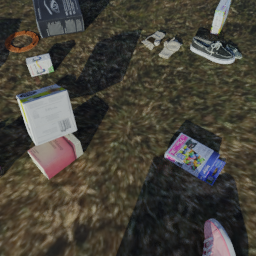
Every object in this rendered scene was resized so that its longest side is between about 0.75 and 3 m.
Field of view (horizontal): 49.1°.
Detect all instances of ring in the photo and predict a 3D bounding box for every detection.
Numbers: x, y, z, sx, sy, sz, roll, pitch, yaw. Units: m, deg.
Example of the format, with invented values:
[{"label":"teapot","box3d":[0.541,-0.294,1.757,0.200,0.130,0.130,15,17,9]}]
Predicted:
[{"label":"ring","box3d":[-4.379,-3.598,11.519,1.368,0.131,1.368,0,55,0]}]

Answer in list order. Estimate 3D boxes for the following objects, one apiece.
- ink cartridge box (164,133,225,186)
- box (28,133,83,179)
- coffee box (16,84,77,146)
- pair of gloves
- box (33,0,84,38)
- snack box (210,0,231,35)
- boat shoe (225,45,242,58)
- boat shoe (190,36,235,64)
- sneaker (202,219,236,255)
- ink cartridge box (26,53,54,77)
[{"label":"ink cartridge box","box3d":[1.970,0.872,8.154,1.563,0.328,0.933,32,61,19]},{"label":"box","box3d":[-2.047,0.695,8.026,1.269,0.691,0.811,-39,63,-23]},{"label":"coffee box","box3d":[-2.195,-0.407,7.549,1.156,1.158,1.145,-21,26,-23]},{"label":"pair of gloves","box3d":[1.398,-3.417,11.315,1.407,0.247,1.196,36,61,22]},{"label":"box","box3d":[-2.879,-4.706,11.641,1.850,0.965,1.369,-12,69,-8]},{"label":"snack box","box3d":[3.951,-4.812,11.809,0.402,1.080,1.518,20,56,15]},{"label":"boat shoe","box3d":[4.162,-3.012,11.016,0.286,0.242,0.784,-32,60,-21]},{"label":"boat shoe","box3d":[3.300,-3.070,10.828,1.793,0.612,0.662,32,60,21]},{"label":"sneaker","box3d":[1.884,3.028,6.315,0.972,0.700,1.859,-6,58,-11]},{"label":"ink cartridge box","box3d":[-3.219,-2.300,10.265,0.850,0.618,0.372,-15,55,-11]}]
